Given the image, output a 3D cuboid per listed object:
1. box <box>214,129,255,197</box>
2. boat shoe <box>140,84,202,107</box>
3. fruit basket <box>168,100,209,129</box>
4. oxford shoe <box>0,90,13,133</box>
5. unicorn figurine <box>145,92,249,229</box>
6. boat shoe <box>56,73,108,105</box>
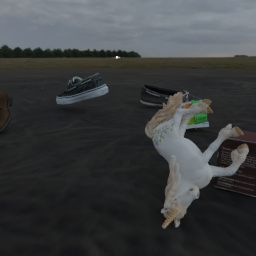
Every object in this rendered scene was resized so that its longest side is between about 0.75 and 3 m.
[{"bbox_3d":[1.799,0.512,4.368,0.676,0.823,0.683,10,15,30],"label":"box"},{"bbox_3d":[1.720,-1.238,10.995,2.561,0.730,0.856,7,31,12],"label":"boat shoe"},{"bbox_3d":[1.646,-0.334,8.000,1.152,0.540,1.067,-12,45,13],"label":"fruit basket"},{"bbox_3d":[-3.616,-0.485,7.742,0.572,0.664,1.573,-34,47,11],"label":"oxford shoe"},{"bbox_3d":[0.860,0.384,3.924,1.450,0.780,2.111,-36,31,3],"label":"unicorn figurine"},{"bbox_3d":[-1.762,-1.460,10.255,2.488,0.882,0.897,-9,15,35],"label":"boat shoe"}]
